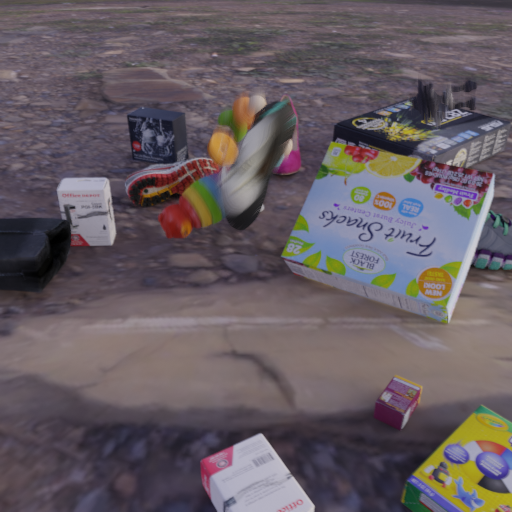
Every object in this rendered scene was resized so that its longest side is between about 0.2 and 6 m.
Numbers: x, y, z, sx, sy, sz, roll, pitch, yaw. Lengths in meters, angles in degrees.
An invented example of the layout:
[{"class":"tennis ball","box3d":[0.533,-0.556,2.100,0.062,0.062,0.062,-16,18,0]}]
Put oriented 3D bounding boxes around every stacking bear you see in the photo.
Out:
[{"class":"stacking bear","box3d":[-0.983,-0.855,9.864,1.534,0.932,0.872,-33,56,-15]}]

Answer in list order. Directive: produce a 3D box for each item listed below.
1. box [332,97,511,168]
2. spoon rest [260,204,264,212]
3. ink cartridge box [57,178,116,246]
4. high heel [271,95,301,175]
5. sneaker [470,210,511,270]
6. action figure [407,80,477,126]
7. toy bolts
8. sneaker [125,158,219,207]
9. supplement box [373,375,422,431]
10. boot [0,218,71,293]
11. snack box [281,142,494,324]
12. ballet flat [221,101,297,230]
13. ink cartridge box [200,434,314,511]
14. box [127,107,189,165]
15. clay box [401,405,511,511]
[{"class":"box","box3d":[4.052,-2.909,13.753,3.515,0.863,2.833,-25,42,-35]},{"class":"spoon rest","box3d":[-0.542,-1.023,11.208,1.472,0.446,0.731,-1,30,-27]},{"class":"ink cartridge box","box3d":[-3.015,-0.772,9.994,0.836,1.139,0.472,-2,32,-3]},{"class":"high heel","box3d":[0.677,-2.880,13.311,0.888,1.265,2.637,4,32,7]},{"class":"sneaker","box3d":[3.647,-0.532,9.496,2.858,1.251,1.064,1,32,2]},{"class":"action figure","box3d":[2.948,-2.494,9.117,1.223,0.727,0.624,-10,-4,-10]},{"class":"toy bolts","box3d":[-0.045,-2.091,10.156,0.956,1.379,1.317,-26,28,46]},{"class":"sneaker","box3d":[-1.771,-1.696,11.825,2.092,0.814,0.860,-15,34,-23]},{"class":"supplement box","box3d":[1.699,1.748,6.699,0.368,0.290,0.562,21,37,31]},{"class":"boot","box3d":[-4.786,-0.484,9.480,3.328,1.093,2.743,-3,43,5]},{"class":"snack box","box3d":[2.022,-0.432,8.663,2.603,0.881,2.195,18,75,27]},{"class":"ballet flat","box3d":[-0.132,-1.389,8.842,0.771,2.269,0.776,34,27,22]},{"class":"ink cartridge box","box3d":[-0.006,2.372,5.548,0.731,0.426,1.010,-17,35,-25]},{"class":"box","box3d":[-2.335,-2.846,13.373,1.259,1.146,0.655,11,33,19]},{"class":"clay box","box3d":[2.420,2.235,5.786,1.718,0.409,0.987,-27,41,-36]}]
